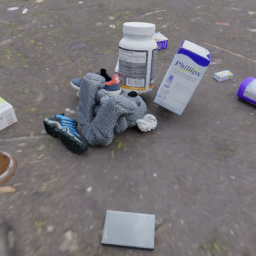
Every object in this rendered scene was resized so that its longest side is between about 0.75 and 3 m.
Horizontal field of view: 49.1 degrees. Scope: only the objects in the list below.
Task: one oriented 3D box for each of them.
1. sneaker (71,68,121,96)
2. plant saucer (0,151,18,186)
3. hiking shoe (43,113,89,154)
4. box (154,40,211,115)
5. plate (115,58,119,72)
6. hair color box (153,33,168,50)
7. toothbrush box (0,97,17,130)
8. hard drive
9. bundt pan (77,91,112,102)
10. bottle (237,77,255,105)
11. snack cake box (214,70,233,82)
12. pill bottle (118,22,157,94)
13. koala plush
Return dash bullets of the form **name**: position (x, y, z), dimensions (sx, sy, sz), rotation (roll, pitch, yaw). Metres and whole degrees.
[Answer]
- **sneaker**: position (-1.451, -2.166, 12.473), dimensions (2.477, 1.047, 0.929), rotation (11, 32, 20)
- **plant saucer**: position (-4.910, 1.440, 10.089), dimensions (1.742, 0.279, 1.742), rotation (-1, 43, 1)
- **hiking shoe**: position (-2.302, 0.069, 11.079), dimensions (2.481, 0.923, 1.076), rotation (32, 53, 30)
- **box**: position (2.272, -2.173, 11.689), dimensions (1.296, 2.471, 2.272), rotation (27, 27, 2)
- **plate**: position (0.420, -3.711, 15.624), dimensions (2.085, 0.337, 2.081), rotation (4, 43, 5)
- **hair color box**: position (1.304, -5.131, 16.951), dimensions (1.971, 0.639, 1.077), rotation (-20, 47, -18)
- **toothbrush box**: position (-5.998, -0.689, 11.938), dimensions (2.021, 0.870, 1.472), rotation (30, 50, 30)
- **hard drive**: position (0.031, 3.039, 8.359), dimensions (1.511, 0.248, 1.054), rotation (4, 43, 4)
- **bundt pan**: position (-1.444, -1.250, 12.536), dimensions (1.666, 0.625, 1.666), rotation (2, 26, -1)
- **bottle**: position (6.464, -1.297, 12.521), dimensions (2.929, 0.956, 1.224), rotation (33, 47, 31)
- **snack cake box**: position (4.966, -2.710, 14.577), dimensions (0.816, 0.274, 0.469), rotation (-16, 46, -17)
- **pill bottle**: position (0.411, -3.048, 12.270), dimensions (1.650, 2.835, 1.650), rotation (2, 27, -1)
- **koala plush**: position (-0.358, -0.640, 11.253), dimensions (2.801, 2.574, 2.484), rotation (-11, 42, -43)
